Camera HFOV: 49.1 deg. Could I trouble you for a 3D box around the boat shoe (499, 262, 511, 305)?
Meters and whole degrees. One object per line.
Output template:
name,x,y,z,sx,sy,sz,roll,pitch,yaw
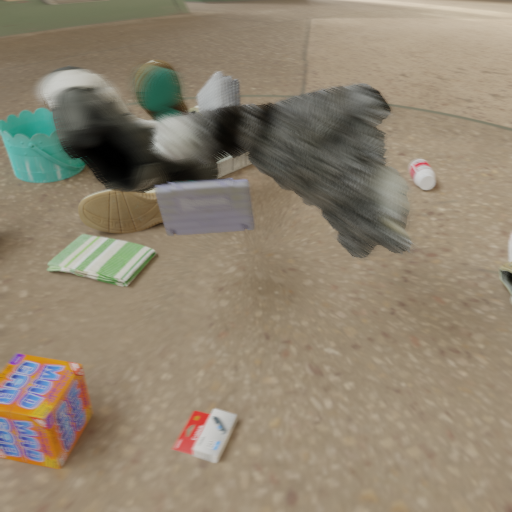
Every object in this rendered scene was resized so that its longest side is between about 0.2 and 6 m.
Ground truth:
boat shoe,4.730,0.794,9.506,0.747,0.816,2.183,-4,28,10

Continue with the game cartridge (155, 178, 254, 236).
game cartridge,-0.631,-0.614,7.043,1.146,0.743,0.220,-3,37,5

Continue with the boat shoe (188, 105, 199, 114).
boat shoe,-1.306,-3.818,16.455,0.977,1.068,2.858,-17,26,-21

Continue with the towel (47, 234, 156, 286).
towel,-3.038,0.064,11.108,1.772,0.207,1.352,9,34,16

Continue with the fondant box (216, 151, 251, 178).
fondant box,-1.049,-2.585,14.966,1.156,0.467,1.602,27,40,35

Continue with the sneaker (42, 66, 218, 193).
sneaker,-1.761,-1.459,8.601,1.092,3.286,1.487,-29,59,27

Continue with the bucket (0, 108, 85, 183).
bucket,-5.492,-2.894,14.608,2.118,1.378,2.118,0,33,0

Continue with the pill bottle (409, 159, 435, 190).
pill bottle,4.175,-2.025,14.044,0.515,0.515,0.918,0,33,1

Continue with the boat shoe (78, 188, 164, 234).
boat shoe,-2.497,-1.171,12.383,2.764,0.994,0.896,-12,24,-15

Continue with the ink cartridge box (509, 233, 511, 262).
ink cartridge box,5.544,-0.295,10.926,0.962,0.979,1.330,12,35,17

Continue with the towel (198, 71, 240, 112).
towel,-0.857,-3.327,12.914,0.608,1.421,1.177,3,-16,-30

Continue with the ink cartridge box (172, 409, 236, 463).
ink cartridge box,-0.690,2.371,7.541,0.646,0.164,0.733,11,34,15

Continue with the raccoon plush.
raccoon plush,0.546,-0.899,7.846,3.557,2.384,1.721,-12,5,-8

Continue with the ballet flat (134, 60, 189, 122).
ballet flat,-2.006,-3.457,11.904,0.982,2.895,1.047,-23,72,2

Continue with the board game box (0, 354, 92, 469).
board game box,-2.870,2.017,7.341,0.963,0.962,0.963,7,33,10
